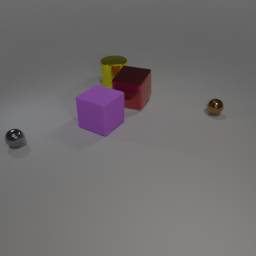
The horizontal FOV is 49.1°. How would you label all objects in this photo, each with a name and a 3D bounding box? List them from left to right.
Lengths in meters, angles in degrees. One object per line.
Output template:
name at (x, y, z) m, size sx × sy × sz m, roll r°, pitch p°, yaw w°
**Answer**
ball at (-4.161, 0.367, 10.306) m, size 0.700 × 0.700 × 0.700 m, roll 0°, pitch 33°, yaw 0°
cube at (-1.092, -0.741, 11.361) m, size 1.400 × 1.400 × 1.400 m, roll 19°, pitch 38°, yaw 27°
cylinder at (-0.712, -2.881, 14.623) m, size 1.400 × 1.400 × 1.400 m, roll -1°, pitch 34°, yaw 1°
cube at (0.203, -1.858, 12.900) m, size 1.400 × 1.400 × 1.400 m, roll 13°, pitch 45°, yaw 19°
ball at (3.809, -0.934, 12.216) m, size 0.700 × 0.700 × 0.700 m, roll 0°, pitch 33°, yaw 0°
